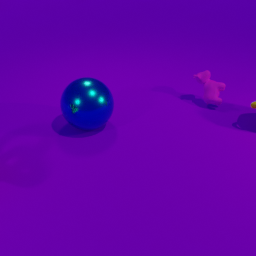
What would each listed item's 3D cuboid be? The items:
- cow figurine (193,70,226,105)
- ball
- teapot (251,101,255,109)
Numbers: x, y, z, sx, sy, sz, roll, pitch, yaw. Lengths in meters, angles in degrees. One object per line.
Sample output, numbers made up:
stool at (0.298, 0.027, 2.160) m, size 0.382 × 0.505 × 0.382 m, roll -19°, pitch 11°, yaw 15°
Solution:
cow figurine at (2.388, -1.204, 8.397) m, size 0.983 × 0.999 × 0.548 m, roll 13°, pitch -3°, yaw 16°
ball at (-1.044, -0.616, 7.216) m, size 1.368 × 1.368 × 1.368 m, roll 0°, pitch 33°, yaw 0°
teapot at (4.130, -0.787, 7.161) m, size 2.033 × 1.264 × 0.996 m, roll -14°, pitch 14°, yaw -6°
